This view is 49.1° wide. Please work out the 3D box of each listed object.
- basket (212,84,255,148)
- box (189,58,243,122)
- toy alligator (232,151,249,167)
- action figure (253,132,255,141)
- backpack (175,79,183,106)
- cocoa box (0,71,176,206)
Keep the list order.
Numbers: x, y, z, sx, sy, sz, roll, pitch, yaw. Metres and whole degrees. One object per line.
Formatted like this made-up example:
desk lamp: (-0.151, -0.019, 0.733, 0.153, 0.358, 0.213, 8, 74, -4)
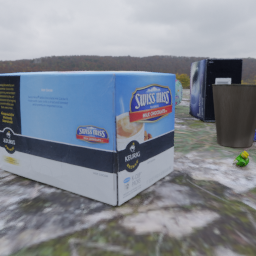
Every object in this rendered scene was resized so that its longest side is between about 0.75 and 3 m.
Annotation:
basket: (2.836, -0.344, 7.313, 1.073, 1.578, 1.423, -7, 12, -35)
box: (3.655, -1.645, 12.124, 1.537, 2.493, 2.473, 0, 9, -1)
toy alligator: (2.254, 0.663, 5.535, 0.237, 0.259, 0.874, 48, 29, 16)
action figure: (3.990, 0.169, 7.344, 0.843, 0.666, 2.577, 0, 11, -33)
backpack: (2.089, -2.038, 16.141, 2.100, 1.864, 1.581, -4, 12, -3)
cocoa box: (-0.773, -0.083, 5.044, 2.788, 1.829, 1.859, 7, 12, 34)
